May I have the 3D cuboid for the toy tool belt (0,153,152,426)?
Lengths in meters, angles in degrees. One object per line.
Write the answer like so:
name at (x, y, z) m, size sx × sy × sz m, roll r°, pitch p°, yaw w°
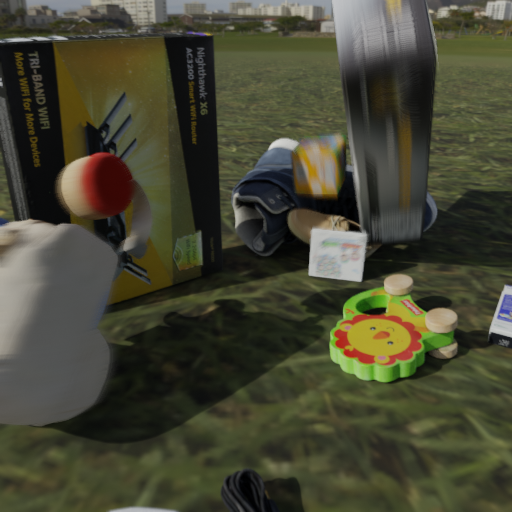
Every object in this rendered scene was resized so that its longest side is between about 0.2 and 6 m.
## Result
toy tool belt at (-2.453, 0.280, 5.913) m, size 1.776 × 1.805 × 2.890 m, roll -3°, pitch 63°, yaw 36°

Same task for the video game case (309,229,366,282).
video game case at (1.255, -0.010, 8.686) m, size 0.831 × 0.757 × 0.098 m, roll 7°, pitch 16°, yaw 13°

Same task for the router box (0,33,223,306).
router box at (-1.925, -1.174, 7.839) m, size 2.821 × 3.587 × 0.937 m, roll -18°, pitch 29°, yaw -32°

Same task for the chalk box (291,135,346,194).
chalk box at (1.071, -1.530, 9.065) m, size 0.716 × 0.721 × 1.155 m, roll 3°, pitch 28°, yaw 19°

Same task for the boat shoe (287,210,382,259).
boat shoe at (1.299, -0.439, 9.113) m, size 1.636 × 0.528 × 0.583 m, roll 16°, pitch 59°, yaw -21°

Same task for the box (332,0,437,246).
box at (1.705, -2.488, 7.901) m, size 0.987 × 4.084 × 3.234 m, roll -6°, pitch 62°, yaw 11°

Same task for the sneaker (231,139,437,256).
sneaker at (1.220, -0.720, 9.762) m, size 3.426 × 1.303 × 2.476 m, roll 21°, pitch 41°, yaw 18°

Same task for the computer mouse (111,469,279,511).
computer mouse at (-0.783, 2.223, 4.198) m, size 2.165 × 0.475 × 1.187 m, roll -6°, pitch 27°, yaw -13°

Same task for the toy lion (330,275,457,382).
toy lion at (1.599, 0.938, 7.061) m, size 1.538 × 0.551 × 1.605 m, roll -14°, pitch 27°, yaw -12°

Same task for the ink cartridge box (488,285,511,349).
ink cartridge box at (3.548, 0.834, 7.472) m, size 0.661 × 0.261 × 1.329 m, roll 14°, pitch 29°, yaw 27°
